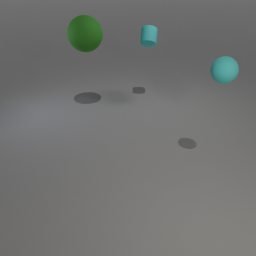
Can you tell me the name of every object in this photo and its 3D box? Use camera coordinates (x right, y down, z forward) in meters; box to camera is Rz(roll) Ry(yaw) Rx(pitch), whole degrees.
[{"bbox_3d":[0.916,-4.022,12.285,0.700,0.700,0.700,5,-6,0],"label":"cylinder"},{"bbox_3d":[2.533,-1.522,7.364,0.700,0.700,0.700,0,29,0],"label":"ball"},{"bbox_3d":[-1.688,-3.713,11.050,1.400,1.400,1.400,0,29,0],"label":"ball"}]
